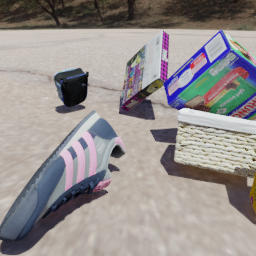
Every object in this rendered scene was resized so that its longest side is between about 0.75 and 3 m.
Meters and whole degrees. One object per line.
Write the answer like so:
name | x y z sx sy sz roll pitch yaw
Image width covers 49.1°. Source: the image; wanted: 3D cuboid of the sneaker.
sneaker | -0.814 0.785 4.434 1.098 0.939 2.676 43 44 -9

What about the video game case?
video game case | 0.502 -1.717 8.483 0.357 1.805 1.992 27 51 -28

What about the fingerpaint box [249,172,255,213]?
fingerpaint box | 2.907 0.681 3.991 1.842 1.537 0.676 7 23 9

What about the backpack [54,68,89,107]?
backpack | -1.748 -1.275 8.670 0.991 1.083 0.796 -23 47 -27

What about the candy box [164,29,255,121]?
candy box | 2.201 -0.871 6.345 2.117 1.790 0.815 22 45 -29

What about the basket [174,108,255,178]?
basket | 1.723 0.250 5.455 1.615 0.996 1.095 12 9 14
